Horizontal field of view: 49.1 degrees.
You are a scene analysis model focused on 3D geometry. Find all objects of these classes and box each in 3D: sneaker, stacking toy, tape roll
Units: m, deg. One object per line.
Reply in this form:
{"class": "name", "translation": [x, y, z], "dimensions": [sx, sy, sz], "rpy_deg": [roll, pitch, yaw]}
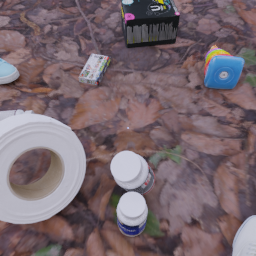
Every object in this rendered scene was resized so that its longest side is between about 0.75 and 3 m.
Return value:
{"class": "sneaker", "translation": [-5.301, -2.504, 10.222], "dimensions": [2.834, 1.161, 1.048], "rpy_deg": [21, 56, 16]}
{"class": "stacking toy", "translation": [3.327, -2.506, 10.387], "dimensions": [1.197, 1.266, 2.181], "rpy_deg": [5, 41, -1]}
{"class": "tape roll", "translation": [-2.279, 0.933, 6.661], "dimensions": [2.516, 2.516, 0.880], "rpy_deg": [-34, 31, -23]}
{"class": "sneaker", "translation": [2.732, 3.044, 6.089], "dimensions": [0.959, 0.929, 2.625], "rpy_deg": [22, 55, 16]}

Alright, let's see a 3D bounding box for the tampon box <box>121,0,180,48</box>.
{"class": "tampon box", "translation": [0.850, -4.404, 11.572], "dimensions": [2.125, 1.341, 1.592], "rpy_deg": [-7, 53, -5]}

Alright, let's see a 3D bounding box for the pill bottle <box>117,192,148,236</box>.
{"class": "pill bottle", "translation": [0.096, 2.043, 6.657], "dimensions": [0.725, 1.253, 0.725], "rpy_deg": [0, 52, 0]}

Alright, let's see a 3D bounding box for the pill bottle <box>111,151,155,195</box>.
{"class": "pill bottle", "translation": [0.133, 1.110, 6.806], "dimensions": [0.858, 1.480, 0.858], "rpy_deg": [-6, 67, 13]}

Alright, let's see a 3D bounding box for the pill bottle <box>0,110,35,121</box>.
{"class": "pill bottle", "translation": [-3.603, -0.193, 8.720], "dimensions": [1.312, 0.719, 0.719], "rpy_deg": [-5, 53, -4]}

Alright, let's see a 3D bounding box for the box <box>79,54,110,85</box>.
{"class": "box", "translation": [-1.242, -2.230, 10.585], "dimensions": [0.782, 0.247, 1.420], "rpy_deg": [13, 53, 9]}
